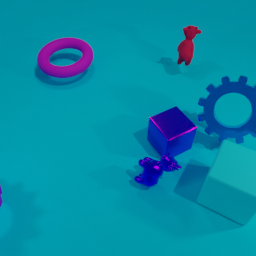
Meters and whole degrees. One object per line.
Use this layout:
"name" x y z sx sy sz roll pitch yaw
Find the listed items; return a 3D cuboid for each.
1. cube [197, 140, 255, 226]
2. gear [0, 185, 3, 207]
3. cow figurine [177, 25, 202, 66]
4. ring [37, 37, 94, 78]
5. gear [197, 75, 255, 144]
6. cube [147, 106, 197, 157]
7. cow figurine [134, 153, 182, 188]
"cube" 2.588 1.306 6.783 1.262 1.262 1.262 24 52 19
"gear" -3.626 1.610 6.141 1.575 0.291 1.575 3 33 -2
"cow figurine" 2.127 -2.948 9.923 0.665 1.193 1.212 8 70 -4
"ring" -2.298 -2.616 10.301 2.066 0.413 2.066 -1 53 1
"gear" 2.866 -0.499 7.674 1.843 1.843 0.341 19 18 16
"cube" 1.223 0.158 8.012 0.973 0.973 0.973 -23 53 -19
"cow figurine" 0.754 1.091 7.065 1.046 1.063 0.583 20 15 26
